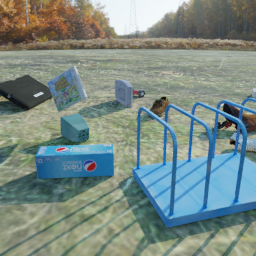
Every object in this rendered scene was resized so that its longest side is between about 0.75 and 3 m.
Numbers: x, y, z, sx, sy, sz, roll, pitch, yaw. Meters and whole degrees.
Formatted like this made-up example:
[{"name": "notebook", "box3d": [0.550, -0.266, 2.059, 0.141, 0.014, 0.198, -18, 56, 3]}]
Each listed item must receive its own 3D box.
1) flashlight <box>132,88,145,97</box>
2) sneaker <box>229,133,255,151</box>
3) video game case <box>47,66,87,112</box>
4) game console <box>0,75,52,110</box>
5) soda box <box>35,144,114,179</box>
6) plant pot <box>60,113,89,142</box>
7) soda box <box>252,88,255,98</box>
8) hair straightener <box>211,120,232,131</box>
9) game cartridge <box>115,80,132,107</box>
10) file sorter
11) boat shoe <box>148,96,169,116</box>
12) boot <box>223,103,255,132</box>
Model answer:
[{"name": "flashlight", "box3d": [0.420, -1.851, 14.401, 0.371, 0.370, 1.092, -14, 25, -35]}, {"name": "sneaker", "box3d": [3.355, 0.530, 7.849, 1.058, 0.385, 0.448, 23, 57, 40]}, {"name": "video game case", "box3d": [-1.972, -1.233, 8.997, 1.198, 1.091, 0.132, -24, -5, 26]}, {"name": "game console", "box3d": [-5.333, -1.368, 13.162, 2.613, 1.729, 2.971, 31, 22, -2]}, {"name": "soda box", "box3d": [-1.217, 0.778, 6.613, 1.768, 0.600, 0.567, -2, 20, -4]}, {"name": "plant pot", "box3d": [-1.600, 0.042, 8.702, 0.640, 0.641, 0.906, -15, 31, -36]}, {"name": "soda box", "box3d": [6.527, -1.793, 14.306, 0.291, 0.311, 0.914, 7, 21, 20]}, {"name": "hair straightener", "box3d": [3.207, -0.085, 9.739, 1.058, 0.217, 0.407, -22, 29, -38]}, {"name": "game cartridge", "box3d": [-0.207, -1.643, 12.758, 0.325, 1.071, 1.606, -11, 23, -21]}, {"name": "file sorter", "box3d": [1.744, 0.455, 5.811, 2.879, 1.766, 1.998, -6, 20, -16]}, {"name": "boat shoe", "box3d": [1.236, -0.910, 11.420, 0.605, 0.572, 1.681, 7, 21, 19]}, {"name": "boot", "box3d": [4.212, -0.454, 9.760, 1.479, 0.507, 1.393, -7, 39, -19]}]
